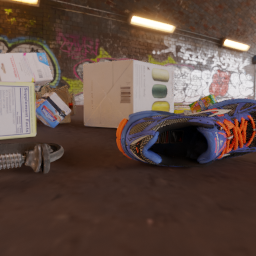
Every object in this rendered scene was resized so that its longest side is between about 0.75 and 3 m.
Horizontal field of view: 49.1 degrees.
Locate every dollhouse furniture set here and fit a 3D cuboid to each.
[{"bbox_3d":[-3.452,-0.746,11.615,2.862,1.474,2.831,-4,-4,-38],"label":"dollhouse furniture set"}]

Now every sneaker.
[{"bbox_3d":[1.112,0.155,3.841,2.461,0.927,0.965,-10,14,-8],"label":"sneaker"}]

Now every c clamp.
[{"bbox_3d":[-1.983,0.438,3.321,2.670,0.362,2.281,-5,3,-30],"label":"c clamp"}]

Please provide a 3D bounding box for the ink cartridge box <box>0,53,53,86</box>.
[{"bbox_3d":[-3.693,-1.999,9.750,1.850,1.065,0.628,-15,-4,-44],"label":"ink cartridge box"}]

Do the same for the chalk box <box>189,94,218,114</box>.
[{"bbox_3d":[2.104,-0.568,7.328,0.815,0.505,0.509,-27,-10,29],"label":"chalk box"}]

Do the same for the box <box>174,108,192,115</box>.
[{"bbox_3d":[2.193,-0.515,11.238,2.463,0.596,1.445,5,8,23],"label":"box"}]

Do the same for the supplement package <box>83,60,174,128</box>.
[{"bbox_3d":[0.110,-1.143,9.808,2.059,2.074,2.733,4,7,34],"label":"supplement package"}]

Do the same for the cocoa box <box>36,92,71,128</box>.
[{"bbox_3d":[-2.617,-0.609,9.341,0.830,0.843,1.265,-47,24,-16],"label":"cocoa box"}]

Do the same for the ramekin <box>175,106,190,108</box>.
[{"bbox_3d":[2.747,-0.691,12.792,1.240,0.604,1.240,1,6,0],"label":"ramekin"}]

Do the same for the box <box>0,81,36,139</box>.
[{"bbox_3d":[-4.010,-0.435,6.611,2.408,1.323,2.737,6,8,44],"label":"box"}]
